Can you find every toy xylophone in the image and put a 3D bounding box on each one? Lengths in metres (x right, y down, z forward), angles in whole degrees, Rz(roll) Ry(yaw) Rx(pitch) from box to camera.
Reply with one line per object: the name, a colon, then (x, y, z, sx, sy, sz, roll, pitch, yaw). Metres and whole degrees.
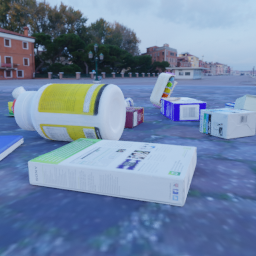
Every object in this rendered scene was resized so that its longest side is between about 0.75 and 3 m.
toy xylophone: (1.864, -1.934, 14.385, 0.491, 1.953, 1.430, 18, 14, -42)

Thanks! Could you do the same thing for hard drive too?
hard drive: (-3.142, 0.452, 6.183, 1.127, 0.217, 1.708, -1, 11, -4)

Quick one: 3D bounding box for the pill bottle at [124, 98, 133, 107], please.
pill bottle: (-0.166, -1.097, 13.263, 0.522, 0.522, 0.872, 6, 20, 31)

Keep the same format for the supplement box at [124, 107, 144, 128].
supplement box: (0.030, -0.393, 9.725, 0.723, 0.561, 1.309, 4, 11, 19)

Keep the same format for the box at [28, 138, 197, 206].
box: (-0.142, 0.618, 4.788, 2.438, 0.443, 1.760, 5, 12, 18)

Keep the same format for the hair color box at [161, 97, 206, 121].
hair color box: (2.188, -0.813, 11.489, 1.290, 0.765, 2.360, -2, 9, -5)

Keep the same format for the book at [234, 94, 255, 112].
book: (4.909, -0.471, 8.787, 2.769, 0.665, 1.850, 12, 4, 11)

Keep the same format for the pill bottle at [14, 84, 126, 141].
pill bottle: (-1.509, -0.402, 7.278, 2.663, 1.491, 1.491, 4, 11, 19)

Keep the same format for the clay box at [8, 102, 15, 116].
clay box: (-4.010, -0.949, 12.452, 1.539, 0.638, 2.679, 3, 10, 20)

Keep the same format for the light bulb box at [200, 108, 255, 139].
light bulb box: (2.876, -0.164, 8.135, 1.119, 0.705, 1.129, -5, 12, -26)

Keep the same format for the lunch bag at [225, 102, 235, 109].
lunch bag: (4.968, -0.818, 12.025, 1.227, 0.578, 1.531, -5, 11, -18)

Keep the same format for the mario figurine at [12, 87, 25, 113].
mario figurine: (-2.753, -0.771, 9.274, 2.529, 1.561, 1.341, 11, 38, 26)
